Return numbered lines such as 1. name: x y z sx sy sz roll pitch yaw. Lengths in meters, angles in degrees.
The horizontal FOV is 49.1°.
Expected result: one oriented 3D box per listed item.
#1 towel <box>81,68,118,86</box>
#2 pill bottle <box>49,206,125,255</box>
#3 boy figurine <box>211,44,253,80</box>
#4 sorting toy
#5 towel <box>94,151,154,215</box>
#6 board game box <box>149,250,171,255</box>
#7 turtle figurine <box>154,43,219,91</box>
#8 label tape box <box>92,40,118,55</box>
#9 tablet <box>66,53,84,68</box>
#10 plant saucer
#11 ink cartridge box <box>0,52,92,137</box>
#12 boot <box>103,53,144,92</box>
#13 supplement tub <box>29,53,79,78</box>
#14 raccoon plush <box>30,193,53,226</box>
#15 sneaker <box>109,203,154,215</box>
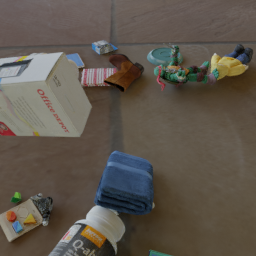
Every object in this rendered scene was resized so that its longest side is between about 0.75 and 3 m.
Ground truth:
1. towel: -1.258 -2.257 12.596 1.645 0.246 1.204 -1 44 -1
2. pill bottle: -0.990 2.809 6.155 1.208 1.208 2.076 21 43 22
3. boy figurine: 4.590 -3.017 12.960 2.772 0.893 1.723 -31 53 -33
4. sorting toy: -2.975 2.281 7.515 0.954 0.190 1.290 -28 49 -28
5. towel: -0.006 1.402 7.515 1.404 0.610 2.514 16 15 0
6. board game box: 1.092 3.924 5.362 1.982 0.586 2.606 10 44 12
7. turtle figurine: 2.225 -2.500 11.934 2.953 1.487 2.211 4 51 -17
8. label tape box: -1.214 -4.312 14.775 1.126 0.372 0.807 -26 48 -24
9. tablet: -3.338 -3.106 13.586 2.205 0.151 1.435 -14 43 -17
10. plant saucer: 1.883 -3.632 14.111 1.815 0.249 1.815 1 42 -1
11. ink cartridge box: -2.373 -0.701 6.686 2.479 1.830 1.062 -1 51 19
12. boot: -0.489 -2.450 12.497 1.858 0.676 1.974 33 50 10
13. supplement tub: -3.227 -2.368 11.817 1.929 1.393 1.393 18 45 19
14. raccoon plush: -2.372 2.142 7.479 0.579 0.418 0.864 1 39 1
15. sneaker: 0.013 1.883 7.689 1.347 0.538 0.877 -8 50 6
